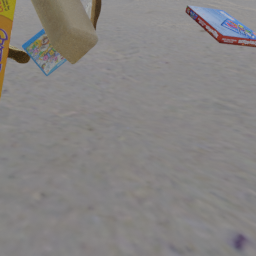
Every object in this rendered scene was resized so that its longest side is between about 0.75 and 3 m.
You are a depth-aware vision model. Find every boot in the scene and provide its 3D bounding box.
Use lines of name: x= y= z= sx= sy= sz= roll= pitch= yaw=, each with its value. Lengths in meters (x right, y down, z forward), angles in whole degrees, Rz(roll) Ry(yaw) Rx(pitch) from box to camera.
boot: x=-3.079 y=-2.039 z=7.251 sx=0.746 sy=0.349 sz=0.960 roll=41 pitch=18 yaw=26

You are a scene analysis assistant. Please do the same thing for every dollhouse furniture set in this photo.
dollhouse furniture set: x=-1.240 y=-2.131 z=5.156 sx=1.756 sy=1.961 sz=2.474 roll=-15 pitch=77 yaw=-54

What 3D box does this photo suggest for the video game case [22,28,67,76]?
video game case: x=-1.866 y=-1.900 z=6.813 sx=1.004 sy=1.403 sz=0.125 roll=-42 pitch=76 yaw=-6

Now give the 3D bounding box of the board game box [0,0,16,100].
board game box: x=-1.807 y=-0.718 z=3.273 sx=0.394 sy=2.625 sz=1.254 roll=-7 pitch=56 yaw=-39

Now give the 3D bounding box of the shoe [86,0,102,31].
shoe: x=-1.065 y=-3.086 z=7.806 sx=0.423 sy=1.586 sz=0.554 roll=12 pitch=13 yaw=9

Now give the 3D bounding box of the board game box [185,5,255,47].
board game box: x=1.146 y=-1.266 z=3.432 sx=0.558 sy=0.106 sz=1.085 roll=1 pitch=38 yaw=-13
